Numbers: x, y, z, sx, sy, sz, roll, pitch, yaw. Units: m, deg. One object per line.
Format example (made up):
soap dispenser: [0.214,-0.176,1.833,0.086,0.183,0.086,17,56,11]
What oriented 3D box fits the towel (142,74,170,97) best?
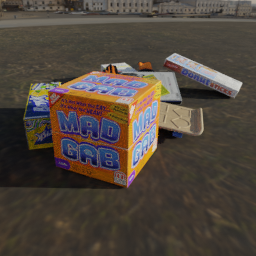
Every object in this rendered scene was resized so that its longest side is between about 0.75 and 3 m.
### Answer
towel: [0.953,-1.484,9.634,0.477,0.100,1.107,-21,53,-21]

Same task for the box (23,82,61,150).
box: [-2.247,-0.454,7.715,0.923,0.847,2.634,-6,28,-12]

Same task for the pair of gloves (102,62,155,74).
pair of gloves: [0.133,-1.757,10.406,2.116,0.262,1.885,-6,54,-13]

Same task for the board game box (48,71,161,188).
board game box: [-0.415,-0.098,6.010,1.719,1.720,1.721,12,28,22]

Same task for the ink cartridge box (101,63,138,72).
ink cartridge box: [-0.392,-2.179,11.588,1.151,0.661,1.585,-9,27,-18]

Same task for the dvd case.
dvd case: [0.716,-1.411,9.790,2.082,0.257,1.564,0,48,-5]

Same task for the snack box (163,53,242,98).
snack box: [2.825,-2.039,10.611,2.885,0.351,1.037,28,37,15]

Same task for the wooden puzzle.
wooden puzzle: [1.106,-0.246,7.734,1.814,0.420,1.680,9,26,9]
